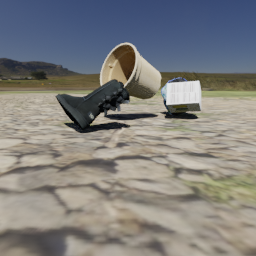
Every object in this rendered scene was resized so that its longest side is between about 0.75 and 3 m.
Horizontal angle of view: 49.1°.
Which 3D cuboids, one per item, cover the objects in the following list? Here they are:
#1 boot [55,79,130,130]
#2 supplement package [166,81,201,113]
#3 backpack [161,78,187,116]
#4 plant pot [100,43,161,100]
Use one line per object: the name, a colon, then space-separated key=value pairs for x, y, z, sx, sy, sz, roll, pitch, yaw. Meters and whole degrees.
boot: x=-1.070 y=-0.887 z=8.434 sx=1.743 sy=0.787 sz=2.127 roll=-37 pitch=39 yaw=-15
supplement package: x=2.151 y=-1.166 z=10.695 sx=1.192 sy=0.898 sz=0.905 roll=-2 pitch=-18 yaw=19
backpack: x=2.112 y=-1.314 z=12.002 sx=1.313 sy=1.435 sz=1.055 roll=-19 pitch=-12 yaw=-25
plant pot: x=0.229 y=-1.864 z=10.292 sx=1.719 sy=1.878 sz=1.878 roll=20 pitch=-6 yaw=-42
